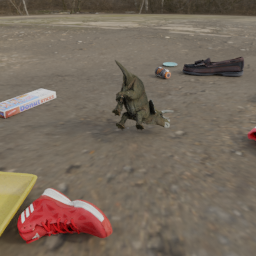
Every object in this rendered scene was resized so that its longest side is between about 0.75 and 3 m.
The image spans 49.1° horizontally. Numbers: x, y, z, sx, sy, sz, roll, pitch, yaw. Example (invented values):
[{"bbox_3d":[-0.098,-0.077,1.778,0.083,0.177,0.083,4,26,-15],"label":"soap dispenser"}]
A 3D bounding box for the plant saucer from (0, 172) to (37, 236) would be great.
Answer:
[{"bbox_3d":[-2.846,1.502,4.808,1.999,0.484,1.999,3,26,6],"label":"plant saucer"}]

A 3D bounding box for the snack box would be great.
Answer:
[{"bbox_3d":[-3.614,-0.917,9.832,0.801,0.271,2.227,16,31,29],"label":"snack box"}]

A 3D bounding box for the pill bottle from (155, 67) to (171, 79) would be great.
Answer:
[{"bbox_3d":[1.615,-2.513,12.848,0.416,0.416,0.783,-15,30,-28],"label":"pill bottle"}]

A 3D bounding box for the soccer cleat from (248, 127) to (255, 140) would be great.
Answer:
[{"bbox_3d":[3.796,0.463,6.833,0.712,0.663,1.945,-23,31,-7],"label":"soccer cleat"}]

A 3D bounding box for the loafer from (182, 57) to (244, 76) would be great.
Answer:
[{"bbox_3d":[4.035,-2.997,13.276,2.809,0.885,1.010,4,27,8],"label":"loafer"}]

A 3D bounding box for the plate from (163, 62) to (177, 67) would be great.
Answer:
[{"bbox_3d":[2.242,-3.366,14.897,0.759,0.097,0.759,0,26,0],"label":"plate"}]

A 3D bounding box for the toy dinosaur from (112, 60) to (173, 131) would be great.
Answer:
[{"bbox_3d":[0.137,-0.747,7.307,0.963,2.501,1.279,-11,36,38],"label":"toy dinosaur"}]

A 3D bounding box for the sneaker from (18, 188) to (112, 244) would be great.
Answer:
[{"bbox_3d":[-1.115,1.634,4.563,1.672,0.655,0.966,6,33,39],"label":"sneaker"}]
